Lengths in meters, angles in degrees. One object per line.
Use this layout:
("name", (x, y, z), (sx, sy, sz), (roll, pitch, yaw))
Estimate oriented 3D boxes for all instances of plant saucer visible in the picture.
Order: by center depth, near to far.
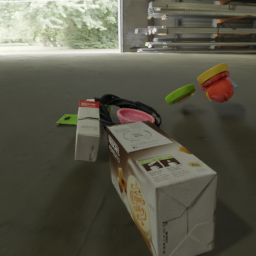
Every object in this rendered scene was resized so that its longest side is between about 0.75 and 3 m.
("plant saucer", (0.183, -0.212, 7.133), (0.980, 0.248, 0.980), (12, 21, -5))

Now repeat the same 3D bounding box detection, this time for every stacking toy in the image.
("stacking toy", (2.596, -1.052, 9.447), (2.230, 1.041, 2.464), (-30, -9, 25))

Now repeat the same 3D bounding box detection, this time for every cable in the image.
("cable", (-0.163, -0.306, 7.796), (2.068, 0.525, 1.687), (28, 39, 16))

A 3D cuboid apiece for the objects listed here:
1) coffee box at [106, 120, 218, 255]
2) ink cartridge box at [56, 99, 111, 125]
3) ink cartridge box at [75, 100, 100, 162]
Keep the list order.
("coffee box", (0.340, 0.701, 3.856), (0.760, 1.090, 1.907), (-10, 23, -16))
("ink cartridge box", (-1.365, -0.518, 8.764), (1.534, 0.581, 1.134), (2, 18, 3))
("ink cartridge box", (-0.871, 0.057, 6.012), (0.463, 0.798, 1.106), (4, 42, -11))
